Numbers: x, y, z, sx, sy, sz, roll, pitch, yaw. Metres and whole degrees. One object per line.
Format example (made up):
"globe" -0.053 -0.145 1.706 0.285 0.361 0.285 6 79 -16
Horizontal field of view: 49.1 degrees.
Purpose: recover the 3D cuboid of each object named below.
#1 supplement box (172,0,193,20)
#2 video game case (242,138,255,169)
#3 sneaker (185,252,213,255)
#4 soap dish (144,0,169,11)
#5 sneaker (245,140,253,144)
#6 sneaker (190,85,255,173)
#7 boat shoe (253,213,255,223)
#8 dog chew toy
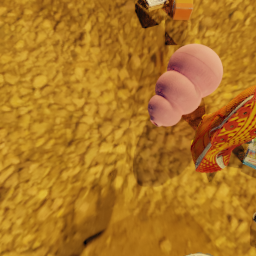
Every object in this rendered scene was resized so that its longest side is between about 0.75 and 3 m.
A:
"supplement box" 1.860 -4.664 9.666 0.612 0.632 1.838 2 73 0
"video game case" 4.175 0.526 8.165 1.193 0.148 1.666 25 73 7
"sneaker" 0.596 2.304 3.627 1.985 0.857 0.770 -32 98 31
"soap dish" 0.887 -4.554 9.737 0.757 0.391 0.963 -19 72 -6
"sneaker" 2.928 0.454 7.996 1.134 0.431 0.820 17 61 15
"sneaker" 1.763 -0.023 5.356 0.976 2.674 1.032 0 61 -13
"boat shoe" 3.953 2.699 7.298 1.414 0.403 0.473 35 75 11
"dog chew toy" 1.532 -1.134 8.042 1.604 1.604 2.577 37 82 11
